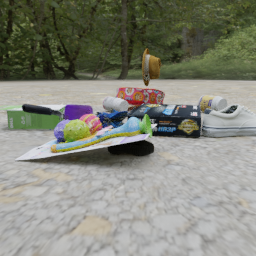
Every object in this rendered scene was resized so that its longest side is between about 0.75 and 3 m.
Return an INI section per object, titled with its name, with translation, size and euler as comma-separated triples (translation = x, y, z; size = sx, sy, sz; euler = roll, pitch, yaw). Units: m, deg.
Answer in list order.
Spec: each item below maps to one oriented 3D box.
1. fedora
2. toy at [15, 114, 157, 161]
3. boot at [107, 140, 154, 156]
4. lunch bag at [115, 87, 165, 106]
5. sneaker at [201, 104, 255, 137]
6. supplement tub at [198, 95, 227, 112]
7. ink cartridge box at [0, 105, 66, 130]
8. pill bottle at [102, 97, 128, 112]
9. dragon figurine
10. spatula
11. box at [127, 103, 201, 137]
[fedora]
translation = 0.847, -2.095, 9.746
size = 0.551, 1.350, 1.350
euler = 3, 13, 13
[toy]
translation = -0.919, 0.057, 6.469
size = 2.967, 0.700, 1.708
euler = -6, 10, 15
[boot]
translation = 0.138, 0.390, 6.758
size = 1.090, 0.422, 0.754
euler = 4, 8, 14
[lunch bag]
translation = 0.509, -1.555, 13.903
size = 1.997, 0.929, 2.267
euler = 11, 7, 42
[sneaker]
translation = 3.439, -0.265, 8.508
size = 2.549, 0.902, 0.931
euler = -4, 13, -20
[supplement tub]
translation = 3.745, -1.039, 12.413
size = 0.785, 0.785, 1.079
euler = -8, 15, -33
[ink cartridge box]
translation = -3.331, -0.383, 9.561
size = 2.322, 0.689, 1.206
euler = 0, 12, -1
[pill bottle]
translation = -0.569, -1.049, 12.725
size = 0.660, 0.660, 1.165
euler = -11, 18, -42
[dragon figurine]
translation = -0.363, -0.281, 9.243
size = 2.148, 0.632, 1.068
euler = -8, 15, -37
[spatula]
translation = -2.009, -0.401, 7.646
size = 2.489, 0.703, 0.256
euler = 10, 19, 29
[box]
translation = 1.327, -0.334, 9.443
size = 2.199, 0.636, 2.766
euler = 3, 13, 14
